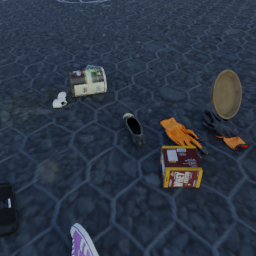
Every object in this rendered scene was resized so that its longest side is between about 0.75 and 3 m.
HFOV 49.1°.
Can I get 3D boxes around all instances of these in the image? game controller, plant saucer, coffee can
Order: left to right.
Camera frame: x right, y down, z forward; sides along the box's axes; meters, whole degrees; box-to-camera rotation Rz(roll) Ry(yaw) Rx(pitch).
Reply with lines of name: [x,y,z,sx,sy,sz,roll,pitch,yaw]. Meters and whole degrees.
game controller: [-3.435,2.111,7.368,0.930,0.375,1.783,-1,34,-27]
coffee can: [-1.776,-1.993,12.202,1.488,1.089,1.089,-10,38,-14]
plant saucer: [3.184,-1.091,9.125,1.591,1.591,0.234,-28,21,-32]

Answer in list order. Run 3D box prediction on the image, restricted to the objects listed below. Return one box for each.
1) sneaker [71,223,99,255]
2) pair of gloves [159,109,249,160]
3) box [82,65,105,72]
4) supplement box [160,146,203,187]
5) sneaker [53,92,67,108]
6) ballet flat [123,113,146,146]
sneaker: [-1.133,2.871,6.078,0.933,0.593,1.637,-21,41,-21]
pair of gloves: [2.669,0.124,10.000,2.632,0.325,2.345,-11,38,-16]
box: [-1.680,-2.562,13.411,0.909,0.565,0.916,10,38,14]
supplement box: [1.546,1.135,8.300,1.040,0.700,1.054,0,37,0]
sneaker: [-2.745,-1.144,11.733,0.478,0.375,0.963,14,47,7]
ballet flat: [0.260,-0.051,10.063,0.599,0.512,1.803,-10,38,-14]
